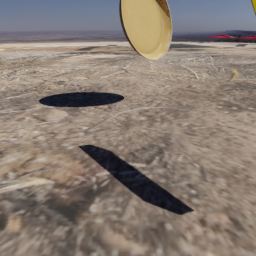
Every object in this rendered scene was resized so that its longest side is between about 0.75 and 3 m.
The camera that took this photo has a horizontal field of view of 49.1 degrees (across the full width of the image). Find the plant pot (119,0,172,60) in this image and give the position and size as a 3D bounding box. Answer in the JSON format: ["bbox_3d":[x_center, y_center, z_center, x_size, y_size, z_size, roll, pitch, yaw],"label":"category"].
[{"bbox_3d":[0.604,-3.721,9.616,0.385,2.802,2.802,0,16,41],"label":"plant pot"}]

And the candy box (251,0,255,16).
[{"bbox_3d":[2.557,-1.759,4.006,1.322,2.587,0.342,-17,-31,30],"label":"candy box"}]
